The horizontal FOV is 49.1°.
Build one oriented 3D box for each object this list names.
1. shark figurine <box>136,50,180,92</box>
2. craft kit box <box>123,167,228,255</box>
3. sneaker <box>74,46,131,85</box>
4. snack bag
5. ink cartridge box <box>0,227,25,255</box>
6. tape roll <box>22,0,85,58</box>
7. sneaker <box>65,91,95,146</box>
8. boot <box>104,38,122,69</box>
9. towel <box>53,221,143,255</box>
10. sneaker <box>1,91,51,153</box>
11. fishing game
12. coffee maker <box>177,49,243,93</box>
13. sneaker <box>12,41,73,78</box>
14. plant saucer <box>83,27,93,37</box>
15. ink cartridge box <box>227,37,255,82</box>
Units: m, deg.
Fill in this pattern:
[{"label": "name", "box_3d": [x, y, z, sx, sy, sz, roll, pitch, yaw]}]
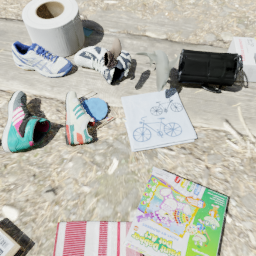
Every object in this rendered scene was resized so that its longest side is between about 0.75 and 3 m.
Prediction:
[{"label": "shark figurine", "box_3d": [1.119, -2.852, 11.498, 1.076, 1.541, 2.579, 16, 36, -28]}, {"label": "craft kit box", "box_3d": [1.554, 2.881, 8.779, 2.671, 0.648, 2.638, 21, 60, 6]}, {"label": "sneaker", "box_3d": [-1.142, -2.736, 12.563, 2.617, 1.044, 1.703, 6, 46, -8]}, {"label": "snack bag", "box_3d": [1.116, -0.424, 11.439, 2.621, 0.298, 2.779, -10, 56, -8]}, {"label": "ink cartridge box", "box_3d": [-4.080, 3.680, 8.437, 1.449, 0.544, 1.194, 31, 60, 18]}, {"label": "tape roll", "box_3d": [-3.533, -4.936, 13.567, 2.628, 1.804, 2.628, -2, 57, 2]}, {"label": "sneaker", "box_3d": [-1.919, -0.414, 11.178, 1.154, 0.869, 2.468, 0, 56, -12]}, {"label": "boot", "box_3d": [-0.601, -2.766, 10.391, 0.398, 1.132, 0.828, 8, 15, 26]}, {"label": "towel", "box_3d": [-0.926, 3.813, 8.495, 2.733, 0.311, 1.968, 0, 55, 0]}, {"label": "sneaker", "box_3d": [-3.804, -0.347, 10.852, 1.602, 1.110, 2.654, -3, 63, 4]}, {"label": "fishing game", "box_3d": [-1.462, -0.720, 11.677, 1.254, 0.272, 1.751, -36, 66, -14]}, {"label": "coffee maker", "box_3d": [3.313, -2.635, 11.785, 2.354, 2.261, 1.586, 5, 70, 6]}, {"label": "sneaker", "box_3d": [-3.975, -3.171, 12.758, 2.873, 1.266, 1.082, 10, 55, 6]}, {"label": "plant saucer", "box_3d": [-2.572, -5.186, 14.825, 1.488, 0.141, 0.520, 24, 62, 17]}, {"label": "ink cartridge box", "box_3d": [6.060, -3.097, 12.793, 2.610, 1.117, 1.926, 5, 56, 2]}]
